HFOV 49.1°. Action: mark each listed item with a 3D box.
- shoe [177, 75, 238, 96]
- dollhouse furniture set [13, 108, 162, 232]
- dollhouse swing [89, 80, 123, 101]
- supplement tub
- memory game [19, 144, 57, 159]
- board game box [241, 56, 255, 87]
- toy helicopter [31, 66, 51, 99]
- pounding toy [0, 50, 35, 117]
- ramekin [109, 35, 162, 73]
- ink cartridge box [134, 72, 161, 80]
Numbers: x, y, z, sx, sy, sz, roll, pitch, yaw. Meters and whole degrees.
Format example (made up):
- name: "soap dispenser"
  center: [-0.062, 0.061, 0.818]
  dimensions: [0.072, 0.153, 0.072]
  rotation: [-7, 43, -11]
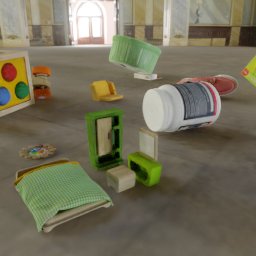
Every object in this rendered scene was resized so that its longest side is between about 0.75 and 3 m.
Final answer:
- name: "shoe"
  center: [2.938, -1.536, 10.690]
  dimensions: [2.286, 0.817, 1.040]
  rotation: [4, 21, 28]
- name: "dollhouse furniture set"
  center: [-0.664, 0.488, 4.473]
  dimensions: [2.117, 1.062, 1.387]
  rotation: [-14, 24, -34]
- name: "dollhouse swing"
  center: [-0.756, -1.401, 10.341]
  dimensions: [0.927, 0.843, 0.815]
  rotation: [-18, 5, -41]
- name: "supplement tub"
  center: [1.367, -0.542, 7.182]
  dimensions: [1.704, 1.196, 1.196]
  rotation: [-8, 21, -24]
- name: "memory game"
  center: [-1.923, 0.489, 5.998]
  dimensions: [0.780, 0.050, 0.780]
  rotation: [0, 19, 0]
- name: "board game box"
  center: [5.681, -2.642, 10.171]
  dimensions: [0.679, 2.852, 1.449]
  rotation: [-16, 60, -40]
- name: "toy helicopter"
  center: [-4.250, -1.601, 10.245]
  dimensions: [2.755, 1.087, 1.822]
  rotation: [1, -7, -34]
- name: "pounding toy"
  center: [-4.202, -1.589, 8.116]
  dimensions: [1.309, 2.513, 2.860]
  rotation: [8, 23, 22]
- name: "ramekin"
  center: [0.311, -3.998, 15.569]
  dimensions: [2.829, 1.382, 2.829]
  rotation: [17, 8, -2]
- name: "ink cartridge box"
  center: [1.096, -2.810, 15.008]
  dimensions: [1.035, 0.263, 1.174]
  rotation: [-19, 27, -40]
